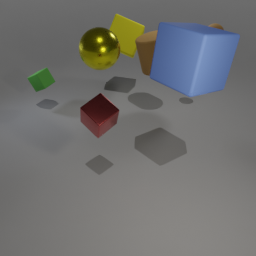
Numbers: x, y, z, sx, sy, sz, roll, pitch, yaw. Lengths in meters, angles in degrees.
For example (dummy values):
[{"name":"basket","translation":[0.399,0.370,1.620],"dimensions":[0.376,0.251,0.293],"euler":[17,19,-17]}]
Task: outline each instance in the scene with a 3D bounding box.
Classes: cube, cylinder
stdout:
[{"name":"cube","translation":[-0.730,-0.309,7.140],"dimensions":[0.700,0.700,0.700],"euler":[43,64,14]},{"name":"cube","translation":[-3.742,-2.082,12.115],"dimensions":[0.700,0.700,0.700],"euler":[-9,28,38]},{"name":"cube","translation":[-0.139,-4.209,12.985],"dimensions":[1.400,1.400,1.400],"euler":[23,10,-2]},{"name":"cube","translation":[1.589,-1.732,6.883],"dimensions":[1.400,1.400,1.400],"euler":[-15,36,-38]},{"name":"cylinder","translation":[1.115,-3.028,11.281],"dimensions":[1.400,1.400,1.400],"euler":[-12,32,8]}]

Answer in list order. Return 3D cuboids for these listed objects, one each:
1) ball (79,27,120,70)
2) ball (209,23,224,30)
[{"name":"ball","translation":[-0.953,-2.658,9.440],"dimensions":[1.400,1.400,1.400],"euler":[0,31,0]},{"name":"ball","translation":[3.226,-3.536,10.468],"dimensions":[0.700,0.700,0.700],"euler":[0,31,0]}]
